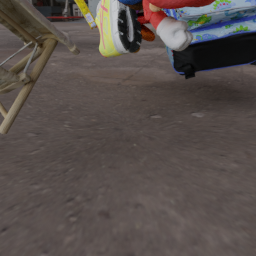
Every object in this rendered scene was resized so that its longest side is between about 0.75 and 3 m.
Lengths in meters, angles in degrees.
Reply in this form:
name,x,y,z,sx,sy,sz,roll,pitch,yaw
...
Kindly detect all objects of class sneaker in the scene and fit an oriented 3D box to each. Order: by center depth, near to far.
name,x,y,z,sx,sy,sz,roll,pitch,yaw
sneaker,-0.379,-2.955,6.989,1.021,2.612,1.180,14,-20,-40

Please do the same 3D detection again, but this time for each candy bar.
name,x,y,z,sx,sy,sz,roll,pitch,yaw
candy bar,-1.538,-4.208,10.045,0.355,1.425,0.158,-32,7,-3

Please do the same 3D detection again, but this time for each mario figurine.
name,x,y,z,sx,sy,sz,roll,pitch,yaw
mario figurine,0.630,-2.214,4.057,1.438,1.675,2.714,-36,31,3

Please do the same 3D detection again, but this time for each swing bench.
name,x,y,z,sx,sy,sz,roll,pitch,yaw
swing bench,-2.074,-1.192,3.962,1.234,1.902,1.892,43,3,32

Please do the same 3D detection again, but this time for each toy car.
name,x,y,z,sx,sy,sz,roll,pitch,yaw
toy car,0.111,-3.488,8.703,1.587,2.116,1.852,-24,26,22

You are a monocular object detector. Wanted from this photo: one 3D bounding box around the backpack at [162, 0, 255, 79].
name,x,y,z,sx,sy,sz,roll,pitch,yaw
backpack,2.138,-3.088,7.484,2.544,2.043,2.780,-11,54,1
